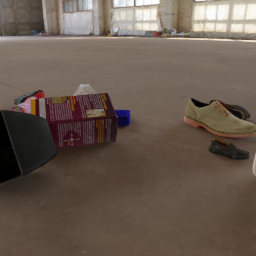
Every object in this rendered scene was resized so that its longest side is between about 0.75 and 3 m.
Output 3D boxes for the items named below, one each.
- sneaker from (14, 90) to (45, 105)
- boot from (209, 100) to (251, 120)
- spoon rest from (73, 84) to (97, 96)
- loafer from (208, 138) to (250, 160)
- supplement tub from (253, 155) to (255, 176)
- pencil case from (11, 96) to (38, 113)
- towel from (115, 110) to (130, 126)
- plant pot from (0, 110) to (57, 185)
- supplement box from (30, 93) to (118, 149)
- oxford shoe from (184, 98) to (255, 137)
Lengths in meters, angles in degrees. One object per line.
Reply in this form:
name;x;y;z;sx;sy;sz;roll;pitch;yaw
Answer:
sneaker;-4.861;-1.501;13.775;0.806;0.669;1.687;10;24;27
boot;4.407;-0.744;12.170;0.864;0.666;1.782;-4;30;-37
spoon rest;-2.061;-1.484;13.430;1.485;0.906;2.988;-4;22;-10
loafer;3.207;0.661;8.877;1.273;0.460;0.464;13;25;26
supplement tub;4.266;0.952;7.182;1.695;1.226;1.226;18;29;38
pencil case;-4.488;-0.904;12.336;0.679;0.679;1.554;4;23;10
towel;-0.827;-0.505;11.650;1.850;0.458;1.366;0;24;1
plant pot;-2.886;0.493;7.422;1.638;1.642;1.457;-22;-5;34
supplement box;-1.870;-0.255;9.698;2.763;1.183;1.525;-6;40;-14
oxford shoe;3.427;-0.417;10.635;2.921;1.078;1.034;18;29;37
